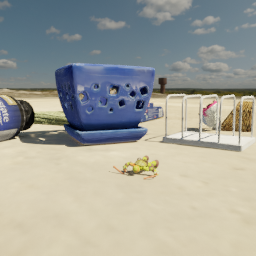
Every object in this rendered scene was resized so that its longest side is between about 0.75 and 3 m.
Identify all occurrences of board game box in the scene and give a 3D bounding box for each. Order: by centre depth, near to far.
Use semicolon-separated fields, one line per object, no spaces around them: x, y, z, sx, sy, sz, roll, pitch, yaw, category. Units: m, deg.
-0.048;-0.918;14.597;2.973;0.918;2.975;5;9;28;board game box

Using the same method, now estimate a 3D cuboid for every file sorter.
2.326;-0.250;7.972;2.213;1.378;1.536;6;10;35;file sorter

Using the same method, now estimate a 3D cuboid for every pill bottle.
-3.951;-0.282;8.196;1.371;1.371;2.452;3;8;21;pill bottle

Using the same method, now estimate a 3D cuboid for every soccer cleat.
3.075;-0.443;10.124;0.680;0.840;1.945;-36;-10;3;soccer cleat

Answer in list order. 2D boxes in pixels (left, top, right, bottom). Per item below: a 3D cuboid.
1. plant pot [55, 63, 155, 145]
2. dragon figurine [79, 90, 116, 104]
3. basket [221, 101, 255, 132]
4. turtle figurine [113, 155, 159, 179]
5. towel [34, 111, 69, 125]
-0.771;-0.723;8.440;2.417;2.173;2.417;-4;9;-24;plant pot
-1.306;-1.469;13.472;1.978;0.984;0.582;-30;58;-24;dragon figurine
4.200;-0.509;10.821;1.164;1.115;1.562;4;8;21;basket
0.227;0.675;5.133;0.879;0.283;0.709;4;9;29;turtle figurine
-3.023;-0.508;13.032;2.882;0.526;2.138;3;7;24;towel
